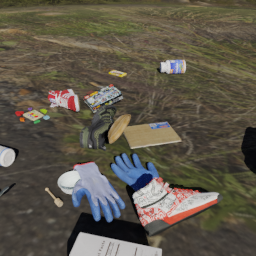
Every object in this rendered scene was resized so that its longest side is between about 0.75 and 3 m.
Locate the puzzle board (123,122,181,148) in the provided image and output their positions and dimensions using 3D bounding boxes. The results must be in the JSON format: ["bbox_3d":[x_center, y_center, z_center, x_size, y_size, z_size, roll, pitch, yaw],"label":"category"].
[{"bbox_3d":[0.847,0.257,10.591,1.910,0.166,1.439,-7,30,-13],"label":"puzzle board"}]

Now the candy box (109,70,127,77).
[{"bbox_3d":[-0.612,-3.215,16.519,0.966,0.128,0.494,20,33,30],"label":"candy box"}]

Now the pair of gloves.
[{"bbox_3d":[-0.262,1.531,7.845,2.860,0.326,2.299,-5,32,-28],"label":"pair of gloves"}]

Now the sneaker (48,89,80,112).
[{"bbox_3d":[-2.867,-1.184,12.435,1.194,0.756,2.124,-8,24,-21],"label":"sneaker"}]

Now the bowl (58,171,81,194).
[{"bbox_3d":[-1.570,1.628,8.034,0.831,0.373,0.831,0,31,0],"label":"bowl"}]

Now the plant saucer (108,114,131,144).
[{"bbox_3d":[-0.309,-0.017,8.699,0.193,1.092,1.092,36,41,12],"label":"plant saucer"}]

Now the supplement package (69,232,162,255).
[{"bbox_3d":[-0.277,2.847,5.314,1.678,1.017,1.005,7,31,11],"label":"supplement package"}]

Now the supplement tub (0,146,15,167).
[{"bbox_3d":[-4.212,0.870,9.103,0.910,0.601,0.601,11,32,20],"label":"supplement tub"}]

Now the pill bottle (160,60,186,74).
[{"bbox_3d":[2.623,-3.592,16.513,1.411,0.791,0.791,-4,31,-4],"label":"pill bottle"}]

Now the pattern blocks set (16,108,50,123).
[{"bbox_3d":[-4.047,-0.540,11.976,1.229,0.113,1.398,-22,37,-32],"label":"pattern blocks set"}]

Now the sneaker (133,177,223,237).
[{"bbox_3d":[1.244,1.719,7.113,2.282,0.762,1.223,-17,62,-21],"label":"sneaker"}]

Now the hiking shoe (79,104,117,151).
[{"bbox_3d":[-0.788,0.025,10.417,1.231,0.926,2.445,17,43,14],"label":"hiking shoe"}]

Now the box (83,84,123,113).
[{"bbox_3d":[-1.131,-1.368,12.646,1.519,0.303,1.040,-28,44,-16],"label":"box"}]

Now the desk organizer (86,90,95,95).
[{"bbox_3d":[-1.557,-1.486,13.341,0.904,0.324,0.348,24,48,32],"label":"desk organizer"}]

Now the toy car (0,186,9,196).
[{"bbox_3d":[-3.911,1.800,7.014,1.394,1.339,1.698,3,18,24],"label":"toy car"}]

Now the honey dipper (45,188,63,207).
[{"bbox_3d":[-2.089,1.908,7.804,0.165,0.165,0.868,-24,34,-34],"label":"honey dipper"}]
